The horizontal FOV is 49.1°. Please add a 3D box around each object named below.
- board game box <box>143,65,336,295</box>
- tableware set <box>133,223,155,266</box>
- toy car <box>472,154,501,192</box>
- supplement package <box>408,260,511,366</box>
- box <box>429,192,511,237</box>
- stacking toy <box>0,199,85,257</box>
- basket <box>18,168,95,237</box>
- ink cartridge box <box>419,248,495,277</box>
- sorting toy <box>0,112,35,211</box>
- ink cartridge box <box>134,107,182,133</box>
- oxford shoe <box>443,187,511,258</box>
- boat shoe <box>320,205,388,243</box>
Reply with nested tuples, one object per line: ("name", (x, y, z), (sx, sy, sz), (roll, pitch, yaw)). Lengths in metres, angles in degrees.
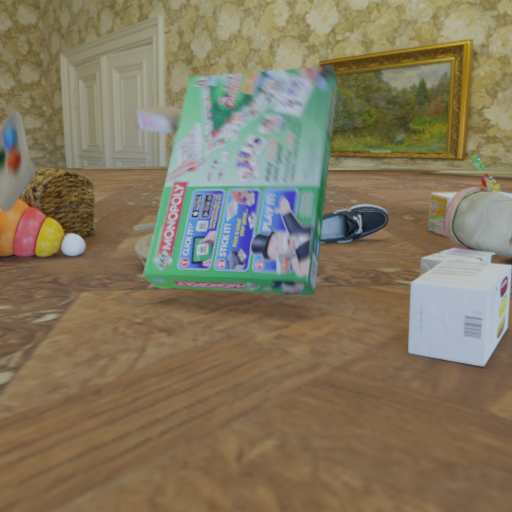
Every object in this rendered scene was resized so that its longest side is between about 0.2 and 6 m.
("board game box", (-0.154, -1.208, 8.339), (2.389, 3.550, 0.517), (2, -23, 18))
("tableware set", (-0.664, -0.164, 10.629), (3.186, 0.639, 2.106), (-10, 26, -17))
("toy car", (3.774, -1.377, 9.327), (0.167, 0.704, 0.748), (-33, 7, 16))
("supplement package", (2.364, 0.576, 6.404), (0.804, 0.835, 1.467), (6, 13, 32))
("box", (5.386, -1.036, 13.809), (1.935, 0.981, 1.088), (-2, 12, -8))
("stacking toy", (-4.295, -0.385, 11.067), (1.813, 1.325, 1.325), (17, 10, -6))
("basket", (-5.009, -1.171, 12.790), (1.741, 1.668, 2.337), (4, 12, 15))
("ink cartridge box", (3.306, 0.202, 9.139), (0.772, 0.452, 1.331), (10, 15, 40))
("sorting toy", (-4.277, -1.426, 9.412), (0.228, 1.267, 1.700), (3, -35, -48))
("ink cartridge box", (-1.706, -2.540, 10.428), (0.883, 0.332, 0.728), (15, 28, 26))
("oxford shoe", (4.533, -0.474, 9.764), (3.210, 1.136, 1.185), (6, 13, -36))
("boat shoe", (2.018, -0.663, 12.691), (2.170, 0.821, 0.655), (-13, 12, -4))
